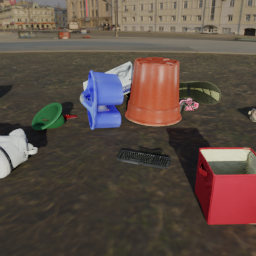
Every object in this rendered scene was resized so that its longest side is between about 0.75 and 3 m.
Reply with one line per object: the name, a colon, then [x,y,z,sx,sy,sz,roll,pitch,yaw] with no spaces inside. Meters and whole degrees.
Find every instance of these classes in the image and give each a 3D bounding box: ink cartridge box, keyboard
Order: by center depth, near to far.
keyboard: [0.554,0.869,8.712,1.636,0.169,1.040,9,24,18]
ink cartridge box: [-0.908,-2.301,13.752,2.666,0.542,2.671,-23,38,5]

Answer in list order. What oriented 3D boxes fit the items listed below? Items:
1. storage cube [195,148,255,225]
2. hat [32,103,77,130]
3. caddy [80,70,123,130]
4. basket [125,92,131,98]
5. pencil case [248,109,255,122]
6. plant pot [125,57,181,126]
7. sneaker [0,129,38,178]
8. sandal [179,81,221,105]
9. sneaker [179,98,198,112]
storage cube: [2.279,1.265,6.303,1.421,1.277,1.214,-1,23,-1]
hat: [-2.765,-0.129,11.156,1.572,1.384,1.302,-40,43,-7]
caddy: [-1.148,-1.134,11.080,1.493,2.011,2.844,-1,26,-13]
basket: [0.849,-2.435,15.063,1.931,1.456,2.142,-10,16,15]
pencil case: [5.794,-0.610,11.766,1.343,0.523,0.601,-8,46,-16]
plant pot: [1.134,-1.637,11.745,2.458,2.390,2.458,2,22,-1]
sneaker: [-4.008,0.578,8.434,2.565,0.964,1.474,18,28,26]
sandal: [3.407,-1.879,14.245,2.760,1.096,0.788,16,14,34]
sneaker: [2.779,-0.990,12.838,0.641,0.531,1.345,29,36,31]
